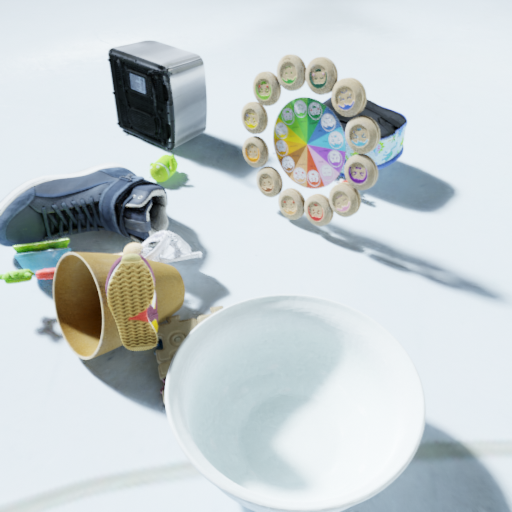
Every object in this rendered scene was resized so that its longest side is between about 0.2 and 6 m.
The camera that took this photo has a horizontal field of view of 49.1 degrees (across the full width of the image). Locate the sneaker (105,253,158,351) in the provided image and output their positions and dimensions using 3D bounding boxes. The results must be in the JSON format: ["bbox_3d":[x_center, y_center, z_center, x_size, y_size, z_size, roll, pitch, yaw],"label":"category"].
[{"bbox_3d":[-1.737,0.517,7.878,0.677,1.806,0.814,-4,43,-12],"label":"sneaker"}]

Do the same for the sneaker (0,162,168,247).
[{"bbox_3d":[-3.484,-0.836,11.715,2.520,1.326,3.488,30,46,35],"label":"sneaker"}]

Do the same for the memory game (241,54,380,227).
[{"bbox_3d":[0.989,-2.319,11.641,3.627,3.627,0.231,30,39,32],"label":"memory game"}]

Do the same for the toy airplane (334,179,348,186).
[{"bbox_3d":[2.180,-1.666,13.423,0.595,0.420,0.593,-6,-1,11],"label":"toy airplane"}]

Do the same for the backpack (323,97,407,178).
[{"bbox_3d":[2.555,-2.970,14.088,2.255,1.657,2.063,28,50,32],"label":"backpack"}]

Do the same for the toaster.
[{"bbox_3d":[-2.623,-4.415,15.324,2.637,2.384,1.565,27,46,30],"label":"toaster"}]

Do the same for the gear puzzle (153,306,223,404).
[{"bbox_3d":[-0.029,1.542,9.486,3.335,0.437,1.727,-10,47,-11],"label":"gear puzzle"}]

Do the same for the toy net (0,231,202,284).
[{"bbox_3d":[-2.895,-0.067,10.599,3.642,0.703,1.911,-7,3,0],"label":"toy net"}]

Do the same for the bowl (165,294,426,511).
[{"bbox_3d":[0.498,2.206,7.755,3.391,1.524,3.391,0,40,0],"label":"bowl"}]

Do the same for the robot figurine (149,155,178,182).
[{"bbox_3d":[-2.322,-2.194,14.061,0.794,0.524,0.906,-5,34,31],"label":"robot figurine"}]

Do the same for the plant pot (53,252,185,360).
[{"bbox_3d":[-2.245,0.693,9.695,1.885,1.757,1.757,-11,36,-43],"label":"plant pot"}]
